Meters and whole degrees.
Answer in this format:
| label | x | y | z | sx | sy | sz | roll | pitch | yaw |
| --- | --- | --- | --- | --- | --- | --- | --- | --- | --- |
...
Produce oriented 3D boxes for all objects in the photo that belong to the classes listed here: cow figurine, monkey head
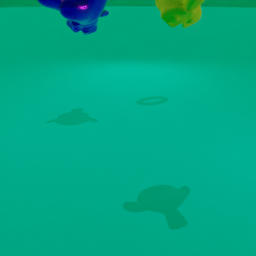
| label | x | y | z | sx | sy | sz | roll | pitch | yaw |
| --- | --- | --- | --- | --- | --- | --- | --- | --- | --- |
| cow figurine | -0.303 | -1.807 | 3.209 | 0.748 | 1.363 | 1.341 | 33 | 23 | 14 |
| monkey head | 1.069 | -2.540 | 5.427 | 1.469 | 0.885 | 1.057 | -6 | -13 | -21 |
| monkey head | -1.458 | -3.768 | 9.219 | 1.689 | 1.018 | 1.215 | 12 | 52 | -3 |
